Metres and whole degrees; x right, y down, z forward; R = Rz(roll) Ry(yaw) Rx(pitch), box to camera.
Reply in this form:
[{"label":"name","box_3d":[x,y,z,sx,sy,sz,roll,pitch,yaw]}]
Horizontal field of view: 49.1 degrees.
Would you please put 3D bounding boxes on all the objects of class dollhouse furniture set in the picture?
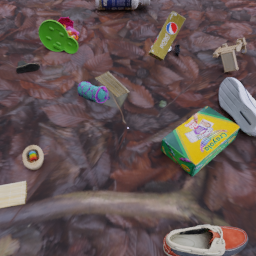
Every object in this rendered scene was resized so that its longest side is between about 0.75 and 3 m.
[{"label":"dollhouse furniture set","box_3d":[4.594,-3.257,12.540,1.000,0.854,1.929,-2,30,41]}]

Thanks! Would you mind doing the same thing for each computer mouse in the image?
[{"label":"computer mouse","box_3d":[1.776,-3.786,13.187,1.393,0.306,0.764,11,51,10]}]

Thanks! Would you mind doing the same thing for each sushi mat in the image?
[{"label":"sushi mat","box_3d":[-3.787,2.020,8.230,1.580,0.096,0.756,-9,48,-8]},{"label":"sushi mat","box_3d":[-0.470,-1.308,8.572,0.520,1.086,0.066,-22,49,29]}]

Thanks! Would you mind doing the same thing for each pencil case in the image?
[{"label":"pencil case","box_3d":[-1.069,-1.095,8.500,1.193,0.508,0.551,23,77,48]}]

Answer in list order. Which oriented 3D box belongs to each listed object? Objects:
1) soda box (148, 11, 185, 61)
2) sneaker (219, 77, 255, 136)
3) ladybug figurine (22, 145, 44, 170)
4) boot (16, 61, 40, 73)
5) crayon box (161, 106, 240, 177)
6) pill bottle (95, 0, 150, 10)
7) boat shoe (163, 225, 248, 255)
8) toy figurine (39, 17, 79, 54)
[{"label":"soda box","box_3d":[1.533,-3.632,11.176,0.619,0.585,1.829,28,93,-8]},{"label":"sneaker","box_3d":[4.231,-0.725,10.188,1.048,1.081,2.961,17,40,-24]},{"label":"ladybug figurine","box_3d":[-3.028,0.965,8.982,0.654,0.347,0.964,-14,50,-12]},{"label":"boot","box_3d":[-4.398,-2.795,12.297,0.994,0.385,0.687,-11,45,-10]},{"label":"crayon box","box_3d":[2.393,0.364,9.279,2.333,0.680,1.385,-34,57,-26]},{"label":"pill bottle","box_3d":[-0.294,-7.432,15.492,2.989,1.660,1.660,-1,49,-1]},{"label":"boat shoe","box_3d":[2.011,2.837,7.110,2.243,0.702,0.798,-3,47,-4]},{"label":"toy figurine","box_3d":[-2.962,-4.589,13.425,1.959,1.471,1.803,27,41,-5]}]
